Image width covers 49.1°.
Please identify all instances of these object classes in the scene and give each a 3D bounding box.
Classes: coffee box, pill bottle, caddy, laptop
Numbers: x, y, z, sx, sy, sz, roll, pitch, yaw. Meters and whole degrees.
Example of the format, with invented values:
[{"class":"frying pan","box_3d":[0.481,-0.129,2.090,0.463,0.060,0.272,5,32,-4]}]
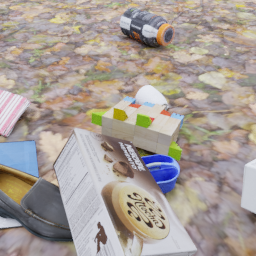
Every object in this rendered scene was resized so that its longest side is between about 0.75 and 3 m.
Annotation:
[{"class":"coffee box","box_3d":[-0.243,1.431,5.412,1.619,1.143,2.864,15,30,-37]},{"class":"pill bottle","box_3d":[0.943,-4.720,13.261,1.395,1.395,2.627,-29,47,-31]},{"class":"caddy","box_3d":[0.610,1.089,6.775,1.272,0.668,0.899,-8,39,-10]},{"class":"laptop","box_3d":[-2.919,1.264,6.302,1.615,0.999,1.724,-5,40,-5]}]

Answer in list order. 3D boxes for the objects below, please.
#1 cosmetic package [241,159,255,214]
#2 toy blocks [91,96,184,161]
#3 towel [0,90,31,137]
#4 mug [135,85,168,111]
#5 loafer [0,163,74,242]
[{"class":"cosmetic package","box_3d":[3.134,1.235,5.646,1.023,1.024,1.241,-16,23,-36]},{"class":"toy blocks","box_3d":[0.519,-0.161,8.054,2.588,1.293,1.769,17,31,19]},{"class":"towel","box_3d":[-4.119,-0.548,8.815,1.864,0.279,1.364,18,65,21]},{"class":"mug","box_3d":[0.898,-0.822,9.124,1.048,0.774,0.919,5,31,-47]},{"class":"loafer","box_3d":[-1.901,1.534,5.874,2.837,1.025,1.033,14,39,8]}]
